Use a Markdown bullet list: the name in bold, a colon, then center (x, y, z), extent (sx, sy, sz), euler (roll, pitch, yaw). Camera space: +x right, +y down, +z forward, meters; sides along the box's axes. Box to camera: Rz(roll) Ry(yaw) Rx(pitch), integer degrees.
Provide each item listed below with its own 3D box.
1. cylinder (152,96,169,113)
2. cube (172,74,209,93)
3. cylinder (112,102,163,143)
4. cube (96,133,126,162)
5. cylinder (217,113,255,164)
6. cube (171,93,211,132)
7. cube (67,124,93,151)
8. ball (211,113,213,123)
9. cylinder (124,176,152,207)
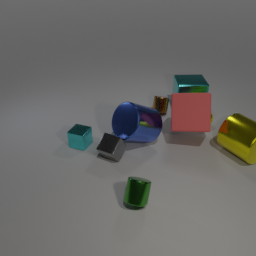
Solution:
- **cylinder**: center (1.512, -1.098, 12.970), extent (0.700, 0.700, 0.700), euler (8, 12, -2)
- **cube**: center (2.921, -1.648, 13.315), extent (1.400, 1.400, 1.400), euler (-1, 31, 0)
- **cylinder**: center (0.342, -0.182, 10.544), extent (1.400, 1.400, 1.400), euler (10, 18, -46)
- **cube**: center (-0.581, 0.690, 9.977), extent (0.700, 0.700, 0.700), euler (15, 67, 25)
- **cylinder**: center (4.223, 0.361, 10.106), extent (1.400, 1.400, 1.400), euler (-18, 36, -26)
- **cube**: center (2.428, -0.569, 10.705), extent (1.400, 1.400, 1.400), euler (1, 1, 15)
- **cube**: center (-1.839, 0.348, 10.798), extent (0.700, 0.700, 0.700), euler (11, 33, 18)
- **ball**: center (3.304, -0.424, 12.043), extent (0.700, 0.700, 0.700), euler (0, 32, 0)
- **cylinder**: center (0.279, 1.830, 8.120), extent (0.700, 0.700, 0.700), euler (11, 0, 0)
